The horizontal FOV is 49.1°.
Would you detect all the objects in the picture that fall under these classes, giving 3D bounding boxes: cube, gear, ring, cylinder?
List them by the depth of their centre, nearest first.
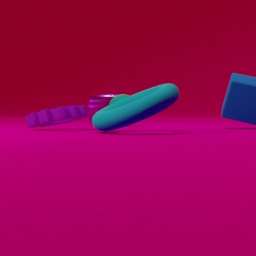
[{"bbox_3d":[0.138,-0.409,5.412,1.766,0.353,1.766,-22,10,4],"label":"ring"},{"bbox_3d":[-1.611,-0.256,6.433,1.347,0.249,1.347,-11,-1,0],"label":"gear"},{"bbox_3d":[2.933,-0.731,6.958,0.944,0.944,0.944,15,26,15],"label":"cube"},{"bbox_3d":[-0.873,-0.704,10.680,1.110,1.110,1.110,-1,2,3],"label":"cylinder"}]

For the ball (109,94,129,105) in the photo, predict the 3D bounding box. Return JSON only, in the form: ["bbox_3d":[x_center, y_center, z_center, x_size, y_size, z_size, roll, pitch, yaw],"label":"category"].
[{"bbox_3d":[-0.166,-0.629,9.173,0.937,0.937,0.937,0,2,0],"label":"ball"}]
